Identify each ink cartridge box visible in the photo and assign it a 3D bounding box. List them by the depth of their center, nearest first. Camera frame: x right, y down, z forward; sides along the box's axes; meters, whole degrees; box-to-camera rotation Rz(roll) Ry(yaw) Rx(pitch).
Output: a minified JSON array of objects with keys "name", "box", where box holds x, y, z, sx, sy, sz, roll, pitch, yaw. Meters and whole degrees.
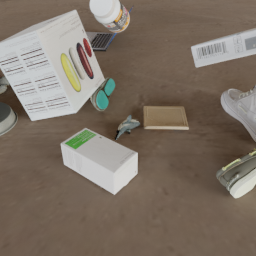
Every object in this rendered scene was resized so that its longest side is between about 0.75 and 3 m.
[{"name":"ink cartridge box","box":[2.337,-1.812,5.875,1.565,0.462,1.955,-9,18,30]}]

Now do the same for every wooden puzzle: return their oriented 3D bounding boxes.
[{"name":"wooden puzzle","box":[1.121,-0.293,8.549,1.290,0.260,1.395,1,31,2]}]

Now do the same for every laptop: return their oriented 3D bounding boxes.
[{"name":"laptop","box":[-1.228,-5.014,13.889,2.754,1.596,2.579,5,36,7]}]

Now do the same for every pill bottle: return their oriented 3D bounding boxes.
[{"name":"pill bottle","box":[-0.642,-4.148,10.062,1.017,1.017,1.747,12,7,16]}]

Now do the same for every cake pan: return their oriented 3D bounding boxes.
[{"name":"cake pan","box":[-4.293,-0.268,8.408,1.812,0.332,1.812,0,36,0]}]

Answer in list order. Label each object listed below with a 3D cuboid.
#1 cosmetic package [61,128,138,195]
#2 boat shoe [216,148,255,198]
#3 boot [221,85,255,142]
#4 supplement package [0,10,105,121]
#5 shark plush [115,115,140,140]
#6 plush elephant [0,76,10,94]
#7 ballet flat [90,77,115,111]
[{"name":"cosmetic package","box":[-0.685,0.743,6.690,1.676,0.711,0.902,22,39,29]},{"name":"boat shoe","box":[3.023,0.813,6.525,2.207,0.789,0.660,-24,47,-24]},{"name":"boot","box":[3.733,-0.785,8.229,1.051,1.366,2.859,-8,37,-10]},{"name":"supplement package","box":[-2.255,-1.901,8.529,1.766,2.402,2.297,-7,31,25]},{"name":"shark plush","box":[-0.038,-0.002,8.075,0.403,0.439,0.967,43,41,4]},{"name":"plush elephant","box":[-4.927,-1.634,9.412,1.798,1.481,1.392,-28,21,10]},{"name":"ballet flat","box":[-0.930,-1.074,9.425,0.612,0.647,1.920,-17,29,25]}]
